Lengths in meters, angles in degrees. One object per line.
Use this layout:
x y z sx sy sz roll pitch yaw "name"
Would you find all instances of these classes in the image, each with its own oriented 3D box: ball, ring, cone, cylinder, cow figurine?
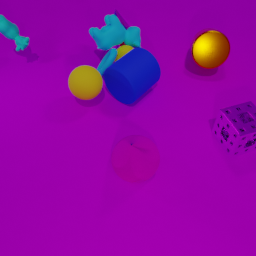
-1.312 -1.400 8.678 1.056 1.056 1.056 0 50 0 "ball"
-0.773 -2.347 10.060 0.234 1.169 1.169 32 48 -20 "ring"
0.139 0.622 7.094 1.343 1.348 1.343 -2 71 5 "cone"
2.927 -2.883 10.075 1.286 1.286 1.286 9 24 8 "cylinder"
-0.080 -2.615 10.389 0.872 0.872 0.872 0 50 0 "ball"
-4.070 -3.315 9.877 0.645 1.176 1.157 -44 60 6 "cow figurine"
0.141 -1.715 9.231 1.378 1.378 1.378 33 59 25 "cylinder"
-0.361 -3.971 10.808 1.588 1.594 1.588 -3 64 7 "cone"
-0.375 -3.279 10.203 1.679 1.652 0.922 -41 30 -6 "cow figurine"

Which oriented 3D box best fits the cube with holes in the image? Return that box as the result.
3.221 0.044 8.037 1.031 1.031 1.031 -15 51 -12 "cube with holes"
